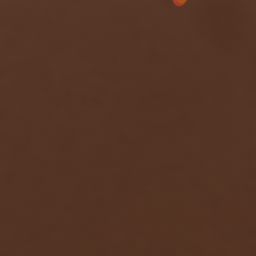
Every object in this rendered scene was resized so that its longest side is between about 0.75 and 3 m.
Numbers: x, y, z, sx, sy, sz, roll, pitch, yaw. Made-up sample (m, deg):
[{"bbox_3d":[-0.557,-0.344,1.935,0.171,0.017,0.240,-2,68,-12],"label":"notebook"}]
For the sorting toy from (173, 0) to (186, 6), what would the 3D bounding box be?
[{"bbox_3d":[1.410,-4.109,7.574,0.507,1.461,0.503,-27,23,-20],"label":"sorting toy"}]
